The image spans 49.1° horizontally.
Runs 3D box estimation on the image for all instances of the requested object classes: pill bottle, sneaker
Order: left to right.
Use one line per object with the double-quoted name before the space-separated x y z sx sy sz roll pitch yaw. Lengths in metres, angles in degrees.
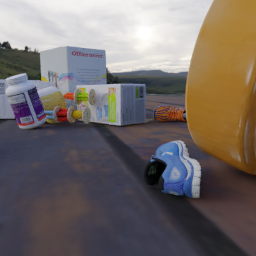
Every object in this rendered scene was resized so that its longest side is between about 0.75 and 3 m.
"pill bottle" -3.122 -0.808 8.519 0.882 1.568 0.882 -12 21 5
"sneaker" 0.499 0.479 3.695 0.610 0.538 1.369 2 8 -4
"sneaker" 1.755 -0.517 10.160 1.620 0.628 0.908 -5 8 -30

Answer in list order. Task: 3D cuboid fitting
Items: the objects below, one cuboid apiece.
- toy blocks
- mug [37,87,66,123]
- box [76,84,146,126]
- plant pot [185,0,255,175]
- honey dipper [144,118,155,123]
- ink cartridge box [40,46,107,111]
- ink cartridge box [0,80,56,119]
"toy blocks" -1.955 -0.754 9.351 1.555 1.296 0.565 3 -30 18
"mug" -3.039 -0.781 10.019 1.610 1.290 1.322 -4 12 38
"box" -0.656 -0.882 10.046 2.427 1.365 1.230 8 12 44
"plant pot" 2.683 -0.475 3.254 2.976 2.976 2.725 -7 26 -41
"honey dipper" 1.081 -0.338 10.336 0.273 0.273 1.435 8 15 43
"ink cartridge box" -2.316 -1.944 12.087 2.073 2.866 2.082 8 11 42
"ink cartridge box" -4.272 -1.150 11.303 2.643 1.533 0.897 -1 6 -14
